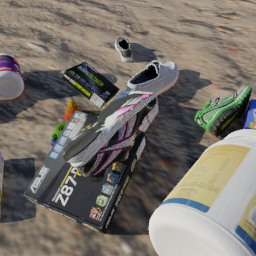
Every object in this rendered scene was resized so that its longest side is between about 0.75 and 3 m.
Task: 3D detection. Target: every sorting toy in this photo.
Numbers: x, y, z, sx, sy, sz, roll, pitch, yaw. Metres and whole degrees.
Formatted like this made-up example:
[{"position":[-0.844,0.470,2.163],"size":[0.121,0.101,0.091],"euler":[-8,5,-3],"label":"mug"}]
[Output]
[{"position":[-1.919,-0.207,8.577],"size":[0.678,0.673,1.955],"euler":[8,42,8],"label":"sorting toy"}]

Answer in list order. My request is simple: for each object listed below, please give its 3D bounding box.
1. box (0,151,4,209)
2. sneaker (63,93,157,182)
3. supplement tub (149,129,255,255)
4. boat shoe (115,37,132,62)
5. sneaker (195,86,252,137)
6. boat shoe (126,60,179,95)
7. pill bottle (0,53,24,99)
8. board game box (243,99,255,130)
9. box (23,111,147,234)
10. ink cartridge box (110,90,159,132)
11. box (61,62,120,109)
[{"position":[-3.394,1.422,7.005],"size":[0.408,0.381,1.970],"euler":[-11,44,-12],"label":"box"},{"position":[-0.255,0.177,6.377],"size":[2.512,1.084,1.009],"euler":[-41,29,-19],"label":"sneaker"},{"position":[2.040,1.548,5.555],"size":[2.131,2.131,2.946],"euler":[29,50,28],"label":"supplement tub"},{"position":[-0.138,-3.618,12.278],"size":[0.686,0.675,1.904],"euler":[-10,43,-10],"label":"boat shoe"},{"position":[3.107,-0.756,8.960],"size":[2.456,0.958,1.046],"euler":[-33,52,-30],"label":"sneaker"},{"position":[0.919,-1.886,10.151],"size":[1.046,0.995,2.906],"euler":[33,52,31],"label":"boat shoe"},{"position":[-4.437,-1.963,10.169],"size":[1.086,1.086,1.931],"euler":[-15,45,-16],"label":"pill bottle"},{"position":[4.242,0.163,8.266],"size":[1.574,0.524,2.341],"euler":[17,45,18],"label":"board game box"},{"position":[-0.950,0.957,6.895],"size":[2.069,0.630,2.567],"euler":[17,62,19],"label":"box"},{"position":[-0.005,-0.365,8.525],"size":[1.290,0.751,1.771],"euler":[11,45,28],"label":"ink cartridge box"},{"position":[-1.135,-1.414,8.942],"size":[1.540,0.366,1.487],"euler":[39,30,-1],"label":"box"}]
